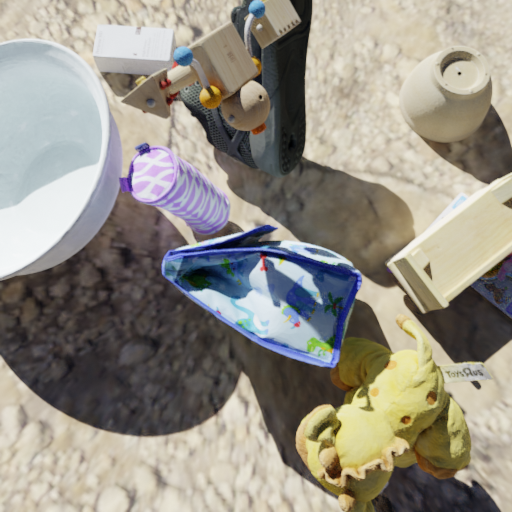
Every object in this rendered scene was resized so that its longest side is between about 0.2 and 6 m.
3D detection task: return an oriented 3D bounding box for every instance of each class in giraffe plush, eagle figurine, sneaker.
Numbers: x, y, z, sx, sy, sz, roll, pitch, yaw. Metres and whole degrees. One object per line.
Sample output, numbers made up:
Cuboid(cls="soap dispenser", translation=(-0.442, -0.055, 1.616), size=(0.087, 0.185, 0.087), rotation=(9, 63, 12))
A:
Cuboid(cls="giraffe plush", translation=(1.365, 2.111, 6.652), size=(1.983, 2.445, 2.110), rotation=(-32, 75, -29))
Cuboid(cls="eagle figurine", translation=(1.549, 3.474, 7.554), size=(0.681, 0.678, 0.898), rotation=(-13, 63, -14))
Cuboid(cls="sneaker", translation=(-0.234, -2.963, 8.197), size=(1.970, 3.439, 1.315), rotation=(20, 40, 25))

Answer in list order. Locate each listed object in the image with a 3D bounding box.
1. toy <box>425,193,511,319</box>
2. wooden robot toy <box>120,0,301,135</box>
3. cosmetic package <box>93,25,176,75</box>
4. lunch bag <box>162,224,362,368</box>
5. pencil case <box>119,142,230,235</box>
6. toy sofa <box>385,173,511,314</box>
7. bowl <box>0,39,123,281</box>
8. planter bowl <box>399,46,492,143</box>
Cuboid(cls="toy", translation=(3.681, -0.023, 8.590), size=(2.049, 0.484, 1.180), rotation=(43, 77, 11))
Cuboid(cls="wooden robot toy", translation=(-0.260, -1.682, 5.579), size=(1.051, 1.020, 2.316), rotation=(54, 50, -16))
Cuboid(cls="cosmetic package", translation=(-2.068, -3.520, 9.604), size=(1.320, 0.489, 0.671), rotation=(3, 74, 0))
Cuboid(cls="lunch bag", translation=(0.103, 0.343, 7.511), size=(2.368, 2.013, 1.509), rotation=(15, 93, 7))
Cuboid(cls="pencil case", translation=(-1.060, -0.842, 7.887), size=(0.838, 1.961, 0.823), rotation=(-26, 69, 14))
Cuboid(cls="toy sofa", translation=(3.122, -0.176, 8.364), size=(2.277, 1.111, 0.943), rotation=(-36, 86, -9))
Cuboid(cls="bowl", translation=(-3.257, -1.183, 8.148), size=(3.484, 1.566, 3.484), rotation=(-4, 77, 17))
Cuboid(cls="planter bowl", translation=(3.175, -2.742, 9.112), size=(1.486, 1.000, 1.486), rotation=(0, 74, 1))
